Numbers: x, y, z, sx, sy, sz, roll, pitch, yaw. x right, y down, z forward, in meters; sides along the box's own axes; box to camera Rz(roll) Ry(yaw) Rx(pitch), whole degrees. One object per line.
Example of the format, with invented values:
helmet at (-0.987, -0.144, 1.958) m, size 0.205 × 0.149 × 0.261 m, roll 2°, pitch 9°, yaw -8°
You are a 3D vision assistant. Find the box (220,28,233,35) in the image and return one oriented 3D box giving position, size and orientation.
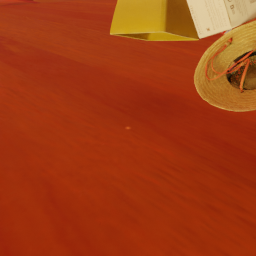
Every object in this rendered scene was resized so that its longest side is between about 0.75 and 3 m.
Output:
box at (2.813, -3.452, 7.642) m, size 0.778 × 1.561 × 0.745 m, roll 1°, pitch 47°, yaw -42°

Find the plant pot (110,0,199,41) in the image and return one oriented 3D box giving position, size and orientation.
plant pot at (0.726, -3.056, 7.037) m, size 1.699 × 1.499 × 1.699 m, roll 14°, pitch 17°, yaw 40°

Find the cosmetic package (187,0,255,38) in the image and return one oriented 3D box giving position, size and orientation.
cosmetic package at (1.503, -1.916, 4.321) m, size 0.727 × 0.731 × 0.874 m, roll -26°, pitch 14°, yaw -11°

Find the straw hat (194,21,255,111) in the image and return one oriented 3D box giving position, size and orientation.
straw hat at (1.728, -0.700, 3.721) m, size 1.551 × 0.656 × 1.551 m, roll -26°, pitch 46°, yaw 29°
